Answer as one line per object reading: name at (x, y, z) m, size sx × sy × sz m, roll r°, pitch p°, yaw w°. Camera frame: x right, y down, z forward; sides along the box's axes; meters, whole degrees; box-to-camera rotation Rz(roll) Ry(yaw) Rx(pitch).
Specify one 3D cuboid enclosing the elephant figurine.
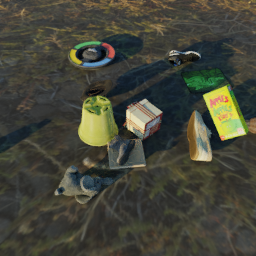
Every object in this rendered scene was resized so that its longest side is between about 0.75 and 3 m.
elephant figurine at (-1.394, 1.925, 9.263) m, size 1.525 × 1.079 × 1.183 m, roll 24°, pitch 79°, yaw 1°

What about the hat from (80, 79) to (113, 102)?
hat at (-1.286, -1.477, 12.489) m, size 1.646 × 0.664 × 1.646 m, roll -18°, pitch 35°, yaw 13°

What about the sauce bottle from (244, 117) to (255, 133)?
sauce bottle at (5.433, -0.085, 11.244) m, size 2.183 × 0.706 × 0.706 m, roll 7°, pitch 47°, yaw 6°

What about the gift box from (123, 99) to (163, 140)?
gift box at (0.517, -0.370, 11.195) m, size 1.268 × 1.170 × 1.184 m, roll -29°, pitch 55°, yaw -32°

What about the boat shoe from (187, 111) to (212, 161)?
boat shoe at (2.811, 0.293, 10.868) m, size 0.748 × 0.831 × 2.304 m, roll 11°, pitch 47°, yaw -5°

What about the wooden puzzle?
wooden puzzle at (-0.069, 1.004, 10.514) m, size 1.314 × 0.329 × 1.419 m, roll -5°, pitch 43°, yaw -5°

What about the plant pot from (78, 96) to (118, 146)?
plant pot at (-1.175, -0.383, 10.883) m, size 1.607 × 1.477 × 1.607 m, roll 2°, pitch 49°, yaw -2°

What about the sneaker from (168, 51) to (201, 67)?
sneaker at (2.882, -3.513, 14.573) m, size 1.636 × 0.598 × 0.915 m, roll 9°, pitch 51°, yaw 19°

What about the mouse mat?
mouse mat at (3.845, -2.347, 13.786) m, size 2.161 × 0.081 × 1.739 m, roll -9°, pitch 48°, yaw -7°

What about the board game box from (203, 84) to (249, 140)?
board game box at (3.179, -0.496, 9.115) m, size 0.389 × 0.830 × 1.633 m, roll -27°, pitch 95°, yaw -49°

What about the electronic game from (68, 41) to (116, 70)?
electronic game at (-1.905, -3.896, 14.905) m, size 2.528 × 0.526 × 2.528 m, roll 0°, pitch 47°, yaw 0°

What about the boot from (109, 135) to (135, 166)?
boot at (-0.342, 0.809, 10.279) m, size 0.859 × 0.455 × 1.304 m, roll 15°, pitch 38°, yaw 17°
